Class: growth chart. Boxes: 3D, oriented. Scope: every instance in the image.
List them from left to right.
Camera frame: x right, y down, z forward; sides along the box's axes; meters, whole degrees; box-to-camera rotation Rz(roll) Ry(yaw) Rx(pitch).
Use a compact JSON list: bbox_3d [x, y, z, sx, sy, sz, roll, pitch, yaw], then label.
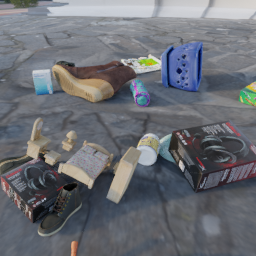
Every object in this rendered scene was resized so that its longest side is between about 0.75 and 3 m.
[{"bbox_3d":[0.620,-3.396,15.009,2.968,0.263,2.148,-19,39,-31],"label":"growth chart"}]

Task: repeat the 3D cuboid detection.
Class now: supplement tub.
[{"bbox_3d":[0.554,0.568,7.638,0.598,0.598,0.823,8,30,13],"label":"supplement tub"}]

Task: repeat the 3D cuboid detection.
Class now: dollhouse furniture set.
[{"bbox_3d":[-0.955,0.504,6.594,2.421,1.072,1.255,25,24,9],"label":"dollhouse furniture set"}]

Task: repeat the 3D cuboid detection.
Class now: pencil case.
[{"bbox_3d":[0.452,-1.402,11.105,0.624,0.677,1.465,-43,27,14],"label":"pencil case"}]

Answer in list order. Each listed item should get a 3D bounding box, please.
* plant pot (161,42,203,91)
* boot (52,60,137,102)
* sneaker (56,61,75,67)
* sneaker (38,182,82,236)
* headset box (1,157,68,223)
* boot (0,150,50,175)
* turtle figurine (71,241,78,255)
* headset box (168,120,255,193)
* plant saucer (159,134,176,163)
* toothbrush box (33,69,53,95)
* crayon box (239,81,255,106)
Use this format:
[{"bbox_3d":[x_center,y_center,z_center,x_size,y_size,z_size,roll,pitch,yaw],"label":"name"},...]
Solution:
[{"bbox_3d":[2.401,-2.773,12.512,1.637,1.821,1.821,5,30,20],"label":"plant pot"},{"bbox_3d":[-1.449,-2.260,11.945,2.978,1.078,2.478,32,51,26],"label":"boot"},{"bbox_3d":[-3.390,-3.329,14.885,1.032,0.395,0.591,10,24,6],"label":"sneaker"},{"bbox_3d":[-1.417,1.616,5.723,0.433,0.615,1.158,15,32,25],"label":"sneaker"},{"bbox_3d":[-2.069,1.282,6.187,1.309,0.505,0.974,36,42,26],"label":"headset box"},{"bbox_3d":[-2.453,1.089,6.953,1.332,0.516,0.921,-16,43,-20],"label":"boot"},{"bbox_3d":[-0.121,2.497,3.937,2.004,0.800,2.485,-3,29,-6],"label":"turtle figurine"},{"bbox_3d":[2.261,0.634,7.086,1.995,0.771,1.485,-10,44,-16],"label":"headset box"},{"bbox_3d":[1.637,0.473,8.127,1.596,0.307,1.596,0,28,0],"label":"plant saucer"},{"bbox_3d":[-3.558,-1.923,11.750,0.701,0.957,0.408,-8,30,-10],"label":"toothbrush box"},{"bbox_3d":[5.345,-1.385,11.245,1.036,0.508,1.744,25,38,37],"label":"crayon box"}]
